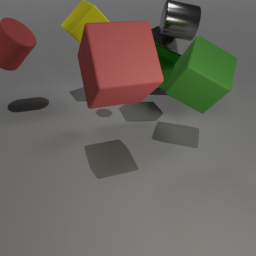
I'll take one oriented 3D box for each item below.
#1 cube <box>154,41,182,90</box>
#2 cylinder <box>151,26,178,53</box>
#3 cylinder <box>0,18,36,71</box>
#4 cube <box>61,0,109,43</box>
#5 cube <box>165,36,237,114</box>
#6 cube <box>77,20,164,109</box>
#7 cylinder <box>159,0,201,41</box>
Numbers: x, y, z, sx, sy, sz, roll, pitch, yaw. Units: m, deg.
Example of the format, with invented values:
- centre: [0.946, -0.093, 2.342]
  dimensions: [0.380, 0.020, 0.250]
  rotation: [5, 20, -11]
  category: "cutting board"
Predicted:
- centre: [0.862, -2.458, 10.394]
  dimensions: [1.400, 1.400, 1.400]
  rotation: [17, 22, -25]
  category: "cube"
- centre: [1.592, -3.764, 13.065]
  dimensions: [1.400, 1.400, 1.400]
  rotation: [-7, 61, 13]
  category: "cylinder"
- centre: [-4.436, -3.137, 10.564]
  dimensions: [1.400, 1.400, 1.400]
  rotation: [36, 31, -26]
  category: "cylinder"
- centre: [-1.596, -4.071, 11.407]
  dimensions: [1.400, 1.400, 1.400]
  rotation: [-48, 42, 5]
  category: "cube"
- centre: [2.179, -1.567, 8.419]
  dimensions: [1.400, 1.400, 1.400]
  rotation: [27, 58, -7]
  category: "cube"
- centre: [-0.241, -1.358, 6.217]
  dimensions: [1.400, 1.400, 1.400]
  rotation: [-9, -10, -18]
  category: "cube"
- centre: [2.134, -4.469, 11.673]
  dimensions: [1.400, 1.400, 1.400]
  rotation: [9, 29, -5]
  category: "cylinder"
